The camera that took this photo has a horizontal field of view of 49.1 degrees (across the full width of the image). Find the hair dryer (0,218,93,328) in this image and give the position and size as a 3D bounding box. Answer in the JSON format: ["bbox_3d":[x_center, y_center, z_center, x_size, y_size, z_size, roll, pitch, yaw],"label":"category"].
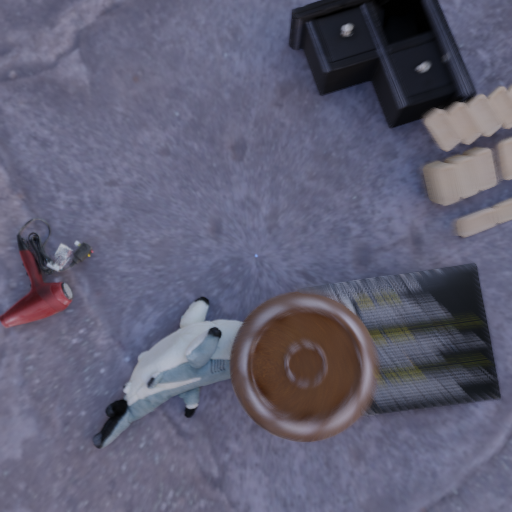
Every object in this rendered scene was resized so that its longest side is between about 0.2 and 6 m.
[{"bbox_3d":[-4.068,0.450,10.518,1.591,0.568,2.089,22,76,20],"label":"hair dryer"}]

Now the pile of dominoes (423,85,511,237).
[{"bbox_3d":[4.767,-1.997,10.595,3.229,0.514,2.517,-21,110,-4],"label":"pile of dominoes"}]

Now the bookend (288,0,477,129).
[{"bbox_3d":[2.298,-3.637,10.723,2.666,1.228,2.649,-17,81,-2],"label":"bookend"}]

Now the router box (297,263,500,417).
[{"bbox_3d":[2.426,1.505,9.858,3.135,0.801,2.338,-8,86,5],"label":"router box"}]

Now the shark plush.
[{"bbox_3d":[-1.378,2.329,9.834,3.503,1.591,1.459,-42,114,-11],"label":"shark plush"}]

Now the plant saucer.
[{"bbox_3d":[0.780,1.738,8.982,2.410,0.387,2.410,0,77,-2],"label":"plant saucer"}]
